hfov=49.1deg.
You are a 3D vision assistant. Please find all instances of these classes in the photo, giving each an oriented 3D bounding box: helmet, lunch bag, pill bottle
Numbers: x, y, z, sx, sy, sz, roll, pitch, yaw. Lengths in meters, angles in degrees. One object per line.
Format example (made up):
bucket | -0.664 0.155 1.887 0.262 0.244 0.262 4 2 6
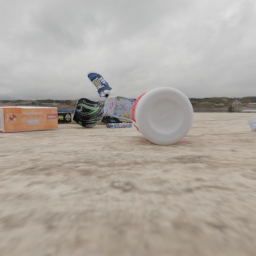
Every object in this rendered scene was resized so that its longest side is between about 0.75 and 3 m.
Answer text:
helmet | -1.504 -0.568 10.882 1.094 1.148 1.148 16 2 -6
lunch bag | -0.079 -1.006 15.396 2.217 1.409 1.880 15 -2 -24
pill bottle | 0.711 -0.323 6.783 1.221 1.221 2.176 0 5 -4

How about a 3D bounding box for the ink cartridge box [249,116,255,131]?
ink cartridge box | 5.117 -0.434 8.759 1.610 0.475 2.011 -1 -20 -19

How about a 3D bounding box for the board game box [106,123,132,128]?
board game box | -0.360 -0.090 11.090 0.864 0.149 0.585 -2 5 -30

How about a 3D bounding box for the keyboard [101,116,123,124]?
keyboard | -0.789 -0.331 12.950 0.733 0.157 1.221 38 21 23

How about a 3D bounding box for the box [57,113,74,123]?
box | -3.868 -0.517 14.259 2.281 0.560 1.839 -4 3 -44

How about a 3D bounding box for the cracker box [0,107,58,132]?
cracker box | -4.123 -0.367 10.163 2.856 0.824 1.913 5 6 44

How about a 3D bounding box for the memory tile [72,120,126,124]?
memory tile | -1.428 -0.310 13.929 2.369 0.199 1.816 -3 5 -42

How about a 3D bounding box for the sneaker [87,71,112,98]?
sneaker | -1.152 -1.708 11.379 0.485 0.881 1.203 -30 -40 24
